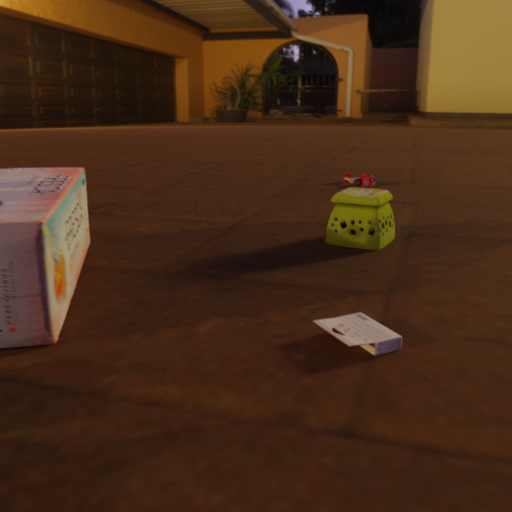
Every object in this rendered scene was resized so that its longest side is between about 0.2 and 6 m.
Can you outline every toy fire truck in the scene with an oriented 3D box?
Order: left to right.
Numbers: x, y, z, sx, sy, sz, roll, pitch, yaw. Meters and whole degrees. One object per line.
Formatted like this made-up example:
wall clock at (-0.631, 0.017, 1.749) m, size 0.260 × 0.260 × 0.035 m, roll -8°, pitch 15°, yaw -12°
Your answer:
toy fire truck at (3.225, -2.383, 17.550) m, size 0.867 × 0.300 × 1.230 m, roll 0°, pitch 17°, yaw 2°

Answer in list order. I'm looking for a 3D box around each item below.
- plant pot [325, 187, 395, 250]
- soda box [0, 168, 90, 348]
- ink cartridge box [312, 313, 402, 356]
plant pot at (2.033, -0.761, 10.767) m, size 1.100 × 1.003 × 1.105 m, roll 8°, pitch 17°, yaw 28°
soda box at (-3.482, -0.285, 8.224) m, size 1.627 × 1.513 × 4.758 m, roll -3°, pitch 16°, yaw -11°
ink cartridge box at (1.152, 0.913, 6.485) m, size 0.713 × 0.181 × 0.809 m, roll -7°, pitch 17°, yaw -23°
